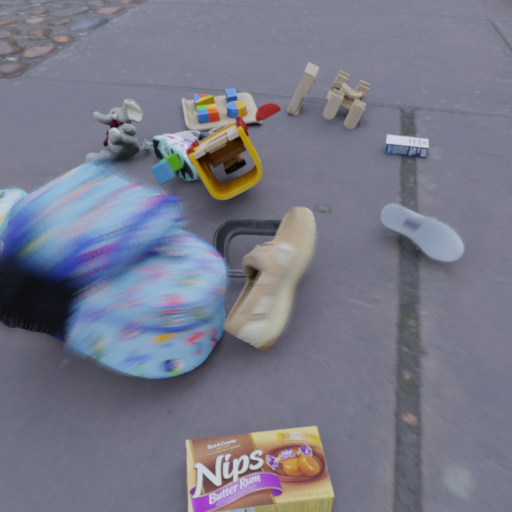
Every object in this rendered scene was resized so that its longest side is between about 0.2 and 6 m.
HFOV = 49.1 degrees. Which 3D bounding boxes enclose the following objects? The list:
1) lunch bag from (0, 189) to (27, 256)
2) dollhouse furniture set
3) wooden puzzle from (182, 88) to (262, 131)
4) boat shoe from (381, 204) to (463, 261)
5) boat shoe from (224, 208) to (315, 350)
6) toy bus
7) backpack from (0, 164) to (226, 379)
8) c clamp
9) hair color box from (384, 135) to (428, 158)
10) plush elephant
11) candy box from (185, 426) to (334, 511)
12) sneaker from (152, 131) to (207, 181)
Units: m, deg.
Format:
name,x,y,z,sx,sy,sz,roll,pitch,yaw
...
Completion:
name,x,y,z,sx,sy,sz,roll,pitch,yaw
lunch bag,-5.368,-0.345,10.418,2.315,1.113,2.887,-14,27,-4
dollhouse furniture set,2.134,-4.551,16.528,2.038,1.326,1.872,24,41,-4
wooden puzzle,-1.044,-4.393,16.524,2.204,0.510,2.041,-6,38,-8
boat shoe,3.391,-0.450,11.327,1.857,0.686,0.634,30,12,36
boat shoe,0.259,0.180,9.528,0.896,0.990,2.777,28,58,-13
toy bus,-0.617,-2.182,12.865,2.705,1.481,2.867,-10,25,50
backpack,-1.965,0.286,8.918,3.281,2.207,2.995,25,29,8
c clamp,-0.003,0.122,10.695,2.219,0.300,1.895,-3,64,-5
hair color box,3.961,-2.884,14.766,1.084,0.328,0.542,8,39,10
plush elephant,-3.535,-3.234,14.286,1.738,1.432,1.346,-17,78,-45
candy box,0.002,2.893,7.342,1.821,0.514,1.063,-3,38,-6
sneaker,-1.538,-2.678,14.110,1.480,0.822,2.115,-23,44,-25
